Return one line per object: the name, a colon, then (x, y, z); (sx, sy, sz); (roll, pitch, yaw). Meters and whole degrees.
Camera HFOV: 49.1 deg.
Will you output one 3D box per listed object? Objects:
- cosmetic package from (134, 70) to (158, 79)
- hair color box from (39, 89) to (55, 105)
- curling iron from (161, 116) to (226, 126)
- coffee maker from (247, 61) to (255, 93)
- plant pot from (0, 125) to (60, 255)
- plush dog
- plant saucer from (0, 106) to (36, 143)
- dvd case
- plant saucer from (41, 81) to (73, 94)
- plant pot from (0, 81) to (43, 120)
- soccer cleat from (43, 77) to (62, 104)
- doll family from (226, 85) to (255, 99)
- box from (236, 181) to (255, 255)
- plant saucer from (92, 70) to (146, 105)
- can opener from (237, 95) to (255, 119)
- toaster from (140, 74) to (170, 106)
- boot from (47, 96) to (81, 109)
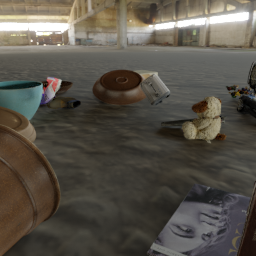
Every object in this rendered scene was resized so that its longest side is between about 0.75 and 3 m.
cosmetic package: (0.221, -2.498, 15.019); (2.623, 0.932, 1.380); (-14, 23, -36)
hair color box: (-4.113, -1.335, 12.247); (1.649, 0.535, 0.901); (-8, 21, -28)
curling iron: (2.174, -0.171, 9.266); (2.158, 0.276, 0.535); (-6, -2, -4)
coffee maker: (7.638, -2.563, 14.283); (2.315, 1.559, 2.223); (16, 24, 38)
plant pot: (-2.077, 1.096, 3.512); (1.762, 1.762, 1.745); (7, 28, 19)
plush dog: (2.338, -0.316, 8.145); (1.131, 1.210, 1.409); (16, 24, 38)
plant saucer: (-3.992, -0.124, 7.734); (2.853, 0.420, 2.853); (15, 18, -5)
dvd case: (1.465, 1.552, 4.259); (1.595, 0.171, 2.146); (11, 22, 28)
plant saucer: (-4.030, -2.143, 14.821); (2.236, 0.409, 2.236); (0, 18, 0)
plant pot: (-3.899, -0.892, 9.776); (1.867, 1.257, 1.867); (0, 19, 0)
soccer cleat: (-2.377, -1.141, 8.450); (0.435, 0.405, 1.188); (21, -33, -24)
doll family: (5.199, -1.593, 12.918); (0.851, 0.578, 1.473); (-19, 27, -40)
box: (2.186, 1.368, 2.313); (1.599, 1.583, 1.927); (-9, 26, -26)
plant saucer: (-0.298, -2.023, 12.878); (2.713, 0.496, 2.713); (0, 39, 0)
can opener: (4.578, -0.662, 9.978); (0.871, 0.702, 2.215); (0, 18, -3)
toaster: (1.029, -1.437, 10.629); (0.858, 0.975, 1.510); (-35, -4, 11)
boot: (-2.547, -1.016, 11.334); (0.664, 0.511, 1.369); (12, 20, 37)
